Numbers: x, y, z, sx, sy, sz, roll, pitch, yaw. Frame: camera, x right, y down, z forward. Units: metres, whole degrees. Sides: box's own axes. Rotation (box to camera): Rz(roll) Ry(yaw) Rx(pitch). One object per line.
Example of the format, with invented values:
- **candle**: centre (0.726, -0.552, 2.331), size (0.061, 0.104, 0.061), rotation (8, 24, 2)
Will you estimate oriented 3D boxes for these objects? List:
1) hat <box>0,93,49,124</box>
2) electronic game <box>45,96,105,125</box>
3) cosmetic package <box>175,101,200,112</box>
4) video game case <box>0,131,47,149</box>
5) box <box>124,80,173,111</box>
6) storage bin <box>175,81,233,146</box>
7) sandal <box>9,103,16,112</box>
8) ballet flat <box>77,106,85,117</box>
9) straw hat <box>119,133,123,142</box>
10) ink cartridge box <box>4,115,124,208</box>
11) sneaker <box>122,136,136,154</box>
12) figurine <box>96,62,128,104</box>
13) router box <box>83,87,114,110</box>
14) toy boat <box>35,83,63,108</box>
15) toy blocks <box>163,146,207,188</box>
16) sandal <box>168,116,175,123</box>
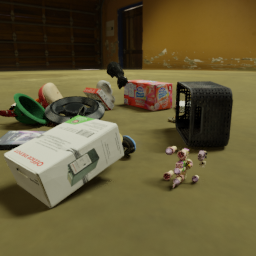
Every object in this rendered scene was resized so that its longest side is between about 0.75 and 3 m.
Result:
- **hat**: centre (-4.543, -0.314, 11.668), size (1.665, 1.769, 2.010), rotation (28, 20, -54)
- **electronic game**: centre (-2.266, -0.724, 12.008), size (2.520, 0.524, 2.520), rotation (2, 31, -1)
- **cosmetic package**: centre (3.077, -1.119, 14.465), size (1.052, 0.361, 1.395), rotation (2, 15, -1)
- **video game case**: centre (-3.136, 0.376, 9.194), size (2.042, 0.194, 1.459), rotation (-1, 16, -2)
- **box**: centre (1.040, -1.842, 15.211), size (1.308, 1.366, 2.740), rotation (-11, 18, -34)
- **storage bin**: centre (2.465, -0.579, 9.606), size (1.273, 1.835, 2.715), rotation (0, 15, 1)
- **sandal**: centre (-5.368, -1.075, 13.988), size (0.696, 0.520, 1.815), rotation (5, 16, 18)
- **ballet flat**: centre (-1.842, -0.574, 11.026), size (0.273, 0.233, 0.821), rotation (21, 37, -21)
- **straw hat**: centre (-0.690, 0.666, 7.318), size (1.363, 0.577, 1.363), rotation (-10, 30, 6)
- **ink cartridge box**: centre (-1.369, 0.595, 6.175), size (1.512, 0.871, 2.072), rotation (14, 36, 43)
- **sneaker**: centre (-0.472, 0.540, 8.087), size (1.582, 0.561, 0.655), rotation (4, 23, 31)
- **figurine**: centre (-0.842, -2.302, 15.277), size (0.883, 2.050, 2.000), rotation (19, 27, -34)
- **router box**: centre (-1.499, -1.506, 14.392), size (1.172, 1.306, 0.319), rotation (13, 63, 41)
- **toy boat**: centre (-4.295, -1.500, 14.714), size (1.378, 1.375, 2.107), rotation (-31, 16, 1)
- **toy blocks**: centre (1.207, 0.869, 6.212), size (0.869, 0.812, 0.731), rotation (10, 11, 26)
- **sandal**: centre (2.148, -0.369, 11.801), size (0.436, 0.293, 1.084), rotation (-11, 19, -36)
